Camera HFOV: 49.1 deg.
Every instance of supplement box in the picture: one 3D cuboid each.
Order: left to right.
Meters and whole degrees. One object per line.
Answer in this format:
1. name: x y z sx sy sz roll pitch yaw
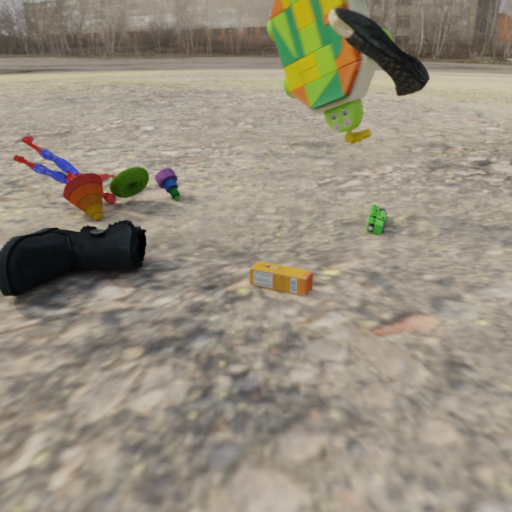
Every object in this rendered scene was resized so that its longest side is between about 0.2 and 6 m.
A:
1. supplement box: 0.385 0.348 8.741 0.962 0.331 0.320 12 25 23

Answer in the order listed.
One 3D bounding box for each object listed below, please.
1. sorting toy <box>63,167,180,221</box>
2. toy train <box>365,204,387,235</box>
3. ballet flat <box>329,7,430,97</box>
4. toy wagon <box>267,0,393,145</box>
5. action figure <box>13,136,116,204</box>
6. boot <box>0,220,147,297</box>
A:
1. sorting toy: -2.787 -1.306 12.317 2.693 0.934 0.928 -15 64 -38
2. toy train: 2.460 -0.748 11.414 0.367 0.272 1.302 15 26 10
3. ballet flat: 1.667 -2.732 7.708 1.966 0.559 0.653 22 50 -36
4. toy wagon: 1.471 -3.999 11.286 0.714 3.610 2.801 -21 10 -32
5. action figure: -4.198 -1.873 13.020 2.453 0.800 1.214 31 10 5
6. boot: -2.800 -0.022 8.914 1.828 0.831 2.176 -2 17 5
